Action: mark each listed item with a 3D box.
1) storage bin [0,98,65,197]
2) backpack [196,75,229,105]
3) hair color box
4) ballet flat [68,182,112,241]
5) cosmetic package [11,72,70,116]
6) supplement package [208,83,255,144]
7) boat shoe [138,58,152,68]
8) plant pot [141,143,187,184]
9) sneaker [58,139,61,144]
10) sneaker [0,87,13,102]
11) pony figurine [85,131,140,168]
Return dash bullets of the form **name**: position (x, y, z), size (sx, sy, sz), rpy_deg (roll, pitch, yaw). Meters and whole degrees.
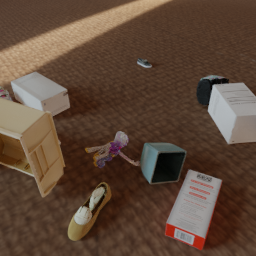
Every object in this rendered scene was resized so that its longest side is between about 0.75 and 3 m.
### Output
- **storage bin**: position (-3.482, 0.515, 8.371), size (2.678, 2.658, 1.255), rpy_deg (16, 44, 20)
- **backpack**: position (3.772, -1.796, 12.450), size (1.593, 1.330, 1.008), rpy_deg (-24, 40, -35)
- **hair color box**: position (1.881, 2.201, 7.872), size (1.050, 0.634, 2.069), rpy_deg (17, 42, 21)
- **ballet flat**: position (-1.094, 2.243, 7.862), size (0.639, 0.586, 1.861), rpy_deg (17, 42, 20)
- **cosmetic package**: position (-3.816, -1.462, 12.206), size (2.419, 0.981, 1.365), rpy_deg (33, 49, 32)
- **supplement package**: position (4.188, -0.613, 10.828), size (1.320, 1.336, 2.204), rpy_deg (-4, 39, -5)
- **boat shoe**: position (0.917, -3.613, 15.407), size (0.355, 0.329, 0.962), rpy_deg (-28, 46, -31)
- **plant pot**: position (0.989, 0.996, 8.938), size (1.107, 1.104, 1.127), rpy_deg (1, 21, -29)
- **sneaker**: position (-3.127, 0.418, 10.284), size (1.551, 0.598, 0.635), rpy_deg (19, 57, 33)
- **sneaker**: position (-5.418, -1.254, 12.135), size (0.661, 0.717, 1.625), rpy_deg (-28, 46, -30)
- **pony figurine**: position (-0.462, 0.720, 9.378), size (1.577, 1.314, 1.523), rpy_deg (-26, 27, -18)
